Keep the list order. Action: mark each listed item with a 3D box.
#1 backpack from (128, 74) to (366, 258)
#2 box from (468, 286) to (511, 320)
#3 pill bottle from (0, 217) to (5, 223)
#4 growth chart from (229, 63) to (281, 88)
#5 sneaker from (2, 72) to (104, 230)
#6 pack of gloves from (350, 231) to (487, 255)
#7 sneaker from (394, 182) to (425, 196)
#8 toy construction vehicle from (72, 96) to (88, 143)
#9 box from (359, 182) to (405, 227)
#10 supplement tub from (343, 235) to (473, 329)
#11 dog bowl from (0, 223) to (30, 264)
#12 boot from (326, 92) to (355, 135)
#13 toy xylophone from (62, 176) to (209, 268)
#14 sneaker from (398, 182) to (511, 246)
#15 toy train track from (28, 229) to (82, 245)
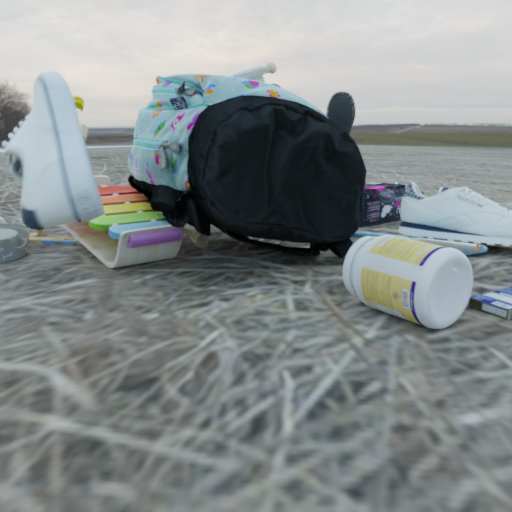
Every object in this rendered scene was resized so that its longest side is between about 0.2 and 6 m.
[{"bbox_3d":[-0.481,-1.795,10.257,3.708,2.812,4.443,17,6,-36],"label":"backpack"},{"bbox_3d":[3.465,0.623,7.598,1.016,0.165,0.616,-10,18,-30],"label":"box"},{"bbox_3d":[-5.751,-0.597,11.955,0.402,0.402,0.715,7,15,27],"label":"pill bottle"},{"bbox_3d":[-0.517,-2.731,13.532,2.594,3.585,0.318,-19,41,-28],"label":"growth chart"},{"bbox_3d":[-3.036,-1.624,7.980,1.119,1.154,3.160,-16,47,-14],"label":"sneaker"},{"bbox_3d":[2.860,-0.111,10.333,2.526,0.498,2.122,9,3,29],"label":"pack of gloves"},{"bbox_3d":[4.001,-1.426,14.887,0.868,0.765,1.947,12,22,5],"label":"sneaker"},{"bbox_3d":[-4.071,-2.231,11.850,0.656,1.864,1.623,17,43,-22],"label":"toy construction vehicle"},{"bbox_3d":[2.754,-1.279,13.668,1.536,0.881,1.015,-11,17,-37],"label":"box"},{"bbox_3d":[1.908,0.283,7.203,1.016,1.016,1.397,-10,17,-35],"label":"supplement tub"},{"bbox_3d":[-4.945,-0.212,10.236,1.579,0.463,1.579,-1,16,0],"label":"dog bowl"},{"bbox_3d":[1.704,-2.577,12.372,0.636,1.821,1.199,7,-7,-6],"label":"boot"},{"bbox_3d":[-2.455,-0.715,10.711,3.356,0.843,2.457,26,28,37],"label":"toy xylophone"},{"bbox_3d":[4.208,-0.783,10.895,2.833,1.140,1.082,9,1,25],"label":"sneaker"},{"bbox_3d":[-4.292,-0.450,11.453,2.301,0.374,1.320,3,15,8],"label":"toy train track"}]
